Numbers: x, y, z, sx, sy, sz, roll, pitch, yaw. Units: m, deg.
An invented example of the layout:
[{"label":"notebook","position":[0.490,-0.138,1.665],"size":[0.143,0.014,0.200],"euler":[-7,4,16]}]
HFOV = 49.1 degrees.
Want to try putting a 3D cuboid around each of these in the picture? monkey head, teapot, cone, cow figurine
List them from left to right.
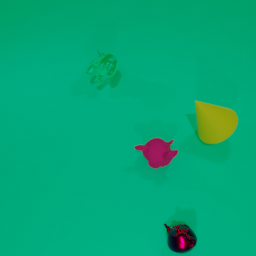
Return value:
[{"label":"cow figurine","position":[-0.811,-2.175,9.624],"size":[0.865,1.576,1.551],"euler":[46,51,-22]},{"label":"monkey head","position":[0.915,0.617,7.829],"size":[1.385,0.996,0.834],"euler":[-7,66,-33]},{"label":"teapot","position":[1.208,2.532,6.559],"size":[0.708,1.139,0.558],"euler":[-22,97,-26]},{"label":"cone","position":[2.225,-0.400,7.907],"size":[1.246,1.251,1.246],"euler":[-31,38,28]}]
